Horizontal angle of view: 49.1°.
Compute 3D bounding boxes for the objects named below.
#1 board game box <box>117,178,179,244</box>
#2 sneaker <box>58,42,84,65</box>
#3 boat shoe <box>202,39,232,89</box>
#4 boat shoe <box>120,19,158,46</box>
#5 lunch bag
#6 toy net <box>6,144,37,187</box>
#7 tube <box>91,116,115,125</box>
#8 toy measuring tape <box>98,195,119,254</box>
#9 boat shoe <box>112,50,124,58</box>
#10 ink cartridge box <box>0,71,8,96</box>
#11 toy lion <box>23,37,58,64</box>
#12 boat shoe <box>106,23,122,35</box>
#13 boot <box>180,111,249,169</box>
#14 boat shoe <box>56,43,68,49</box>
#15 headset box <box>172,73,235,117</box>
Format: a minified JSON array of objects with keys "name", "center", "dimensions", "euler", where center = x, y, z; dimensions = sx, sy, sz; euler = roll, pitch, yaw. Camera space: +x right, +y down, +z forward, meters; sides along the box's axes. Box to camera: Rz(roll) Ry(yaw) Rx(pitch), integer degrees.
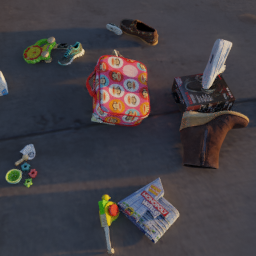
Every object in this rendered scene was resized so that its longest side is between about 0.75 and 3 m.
[{"name":"board game box","center":[0.839,2.638,9.567],"dimensions":[1.722,0.531,1.721],"euler":[37,63,24]},{"name":"sneaker","center":[-2.905,-3.772,14.035],"dimensions":[0.614,0.722,1.584],"euler":[33,61,22]},{"name":"boat shoe","center":[3.575,-2.479,11.200],"dimensions":[0.661,2.022,0.744],"euler":[9,31,-9]},{"name":"boat shoe","center":[0.577,-5.376,15.054],"dimensions":[2.540,0.893,0.894],"euler":[33,72,24]},{"name":"lunch bag","center":[-0.471,-1.587,11.642],"dimensions":[2.554,1.188,2.899],"euler":[7,64,-17]},{"name":"toy net","center":[-3.865,1.324,10.620],"dimensions":[0.954,0.351,1.819],"euler":[5,54,4]},{"name":"tube","center":[-0.995,-1.326,12.378],"dimensions":[0.762,0.682,2.626],"euler":[-14,55,24]},{"name":"toy measuring tape","center":[-0.546,3.121,9.276],"dimensions":[0.673,0.673,1.830],"euler":[-10,71,-7]},{"name":"boat shoe","center":[-0.329,-3.155,13.688],"dimensions":[0.588,0.653,1.816],"euler":[-6,49,-21]},{"name":"ink cartridge box","center":[-6.135,-1.918,12.659],"dimensions":[1.084,0.798,0.784],"euler":[-17,56,-11]},{"name":"toy lion","center":[-4.536,-3.932,14.283],"dimensions":[1.490,0.534,1.554],"euler":[6,62,13]},{"name":"boat shoe","center":[-0.694,-5.531,15.494],"dimensions":[1.126,0.398,0.359],"euler":[35,63,24]},{"name":"boot","center":[3.434,0.512,11.041],"dimensions":[2.789,1.009,2.320],"euler":[3,67,0]},{"name":"boat shoe","center":[-3.543,-4.341,14.723],"dimensions":[0.820,0.277,0.295],"euler":[2,57,5]},{"name":"headset box","center":[3.115,-1.443,12.249],"dimensions":[2.385,0.921,1.775],"euler":[-8,55,-8]}]
